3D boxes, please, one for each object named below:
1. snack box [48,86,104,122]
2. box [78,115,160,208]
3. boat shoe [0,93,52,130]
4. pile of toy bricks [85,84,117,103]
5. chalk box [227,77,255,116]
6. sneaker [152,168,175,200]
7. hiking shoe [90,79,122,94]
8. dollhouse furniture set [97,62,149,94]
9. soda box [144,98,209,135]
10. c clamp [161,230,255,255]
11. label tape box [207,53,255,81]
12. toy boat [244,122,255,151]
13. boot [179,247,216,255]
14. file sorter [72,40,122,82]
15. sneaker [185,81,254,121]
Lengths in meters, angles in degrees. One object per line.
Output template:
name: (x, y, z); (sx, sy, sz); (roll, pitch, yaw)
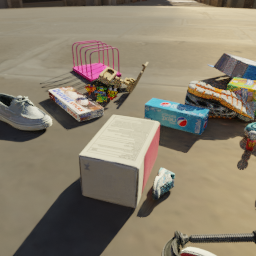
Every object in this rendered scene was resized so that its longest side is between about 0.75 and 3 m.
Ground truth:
snack box: (-1.959, -0.945, 10.223); (0.953, 0.322, 2.651); (-18, 33, -31)
box: (-0.106, 0.658, 6.484); (1.288, 1.097, 2.014); (10, 30, 15)
boat shoe: (-3.509, -0.593, 9.003); (2.475, 0.881, 0.863); (16, 32, 27)
pile of toy bricks: (-1.034, -1.221, 10.523); (1.199, 0.592, 0.665); (8, -9, -6)
chalk box: (4.309, -1.090, 9.843); (1.540, 0.953, 0.958); (16, 33, 27)
sneaker: (0.805, 1.231, 6.207); (0.431, 0.388, 0.999); (12, 31, 16)
hiking shoe: (-0.919, -1.692, 11.409); (1.340, 0.507, 0.674); (-1, 25, -4)
dollhouse furniture set: (-0.178, -2.306, 11.300); (1.451, 1.183, 1.380); (29, 33, -1)
soda box: (1.517, -0.402, 8.930); (1.940, 0.623, 0.658); (16, 32, 26)
c clamp: (1.612, 1.954, 4.602); (2.233, 0.302, 1.908); (-3, 4, -2)
label tape box: (5.039, -2.626, 12.325); (1.910, 0.838, 2.648); (7, 26, -21)
toy boat: (3.723, 0.191, 7.904); (1.222, 0.568, 1.027); (-24, 37, -37)
boot: (1.149, 2.427, 3.890); (1.484, 0.537, 1.070); (27, 40, 34)
file sorter: (-1.562, -3.292, 13.387); (1.576, 1.423, 2.268); (-17, 33, -27)
sneaker: (3.023, -0.750, 9.377); (2.399, 0.926, 0.939); (24, 38, 5)
